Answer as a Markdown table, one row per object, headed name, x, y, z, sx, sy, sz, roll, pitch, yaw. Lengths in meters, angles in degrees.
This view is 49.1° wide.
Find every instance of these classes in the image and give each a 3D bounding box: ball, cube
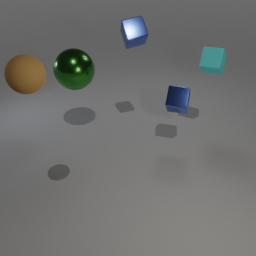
| name | x | y | z | sx | sy | sz | roll | pitch | yaw |
| --- | --- | --- | --- | --- | --- | --- | --- | --- | --- |
| ball | -1.839 | -2.000 | 9.582 | 1.400 | 1.400 | 1.400 | 0 | 32 | 0 |
| cube | 1.666 | -0.930 | 9.292 | 0.700 | 0.700 | 0.700 | 9 | -12 | 15 |
| cube | 2.925 | -2.303 | 9.635 | 0.700 | 0.700 | 0.700 | 13 | -2 | 26 |
| ball | -1.826 | -0.953 | 5.000 | 0.700 | 0.700 | 0.700 | 0 | 32 | 0 |
| cube | 0.192 | -3.121 | 9.165 | 0.700 | 0.700 | 0.700 | -17 | -6 | -6 |
